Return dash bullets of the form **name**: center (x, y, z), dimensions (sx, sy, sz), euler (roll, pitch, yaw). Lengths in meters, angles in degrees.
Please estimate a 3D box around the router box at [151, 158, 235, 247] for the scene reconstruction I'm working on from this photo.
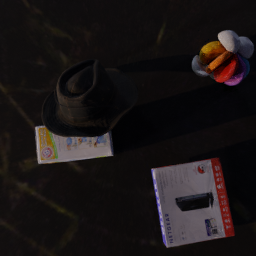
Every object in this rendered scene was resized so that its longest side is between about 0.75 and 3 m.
- **router box**: center (1.875, 2.148, 8.249), dimensions (2.010, 0.547, 2.240), euler (-9, 82, -5)

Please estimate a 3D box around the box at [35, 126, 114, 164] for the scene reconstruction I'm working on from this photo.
- **box**: center (-1.521, 0.412, 8.296), dimensions (2.078, 1.169, 1.053), euler (-7, 84, -2)

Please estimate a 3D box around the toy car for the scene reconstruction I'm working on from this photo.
- **toy car**: center (2.891, -1.869, 8.197), dimensions (1.719, 1.504, 1.289), euler (3, 56, -38)

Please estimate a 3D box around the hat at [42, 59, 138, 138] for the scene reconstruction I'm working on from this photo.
- **hat**: center (-1.179, -1.125, 7.789), dimensions (2.942, 1.187, 2.942), euler (-6, 47, 6)
